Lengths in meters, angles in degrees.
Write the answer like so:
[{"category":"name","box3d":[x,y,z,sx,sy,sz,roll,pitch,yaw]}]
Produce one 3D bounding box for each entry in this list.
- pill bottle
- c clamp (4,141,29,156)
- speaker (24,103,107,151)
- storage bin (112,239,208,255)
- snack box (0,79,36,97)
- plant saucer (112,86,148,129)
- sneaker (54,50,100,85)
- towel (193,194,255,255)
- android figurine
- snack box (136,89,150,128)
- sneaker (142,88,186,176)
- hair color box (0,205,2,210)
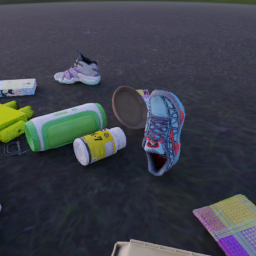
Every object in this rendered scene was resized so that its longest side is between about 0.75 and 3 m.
[{"category":"pill bottle","box3d":[-0.858,0.524,8.761,1.492,0.853,0.853,-20,36,-31]},{"category":"c clamp","box3d":[-3.711,0.675,9.254,0.741,0.117,0.867,-20,37,-21]},{"category":"speaker","box3d":[-2.055,-0.063,9.470,2.590,1.145,1.145,-19,35,-29]},{"category":"storage bin","box3d":[0.527,3.040,4.434,2.019,0.953,2.034,7,32,12]},{"category":"snack box","box3d":[-5.495,-1.911,13.313,2.069,0.384,1.202,-5,31,-8]},{"category":"plant saucer","box3d":[0.061,-0.675,9.491,0.230,1.561,1.561,-25,7,45]},{"category":"sneaker","box3d":[-2.588,-3.100,14.066,2.376,1.662,0.924,2,31,3]},{"category":"towel","box3d":[2.632,2.378,6.237,1.546,0.245,2.153,-11,33,-19]},{"category":"android figurine","box3d":[-4.986,-0.190,10.212,2.655,0.599,2.916,17,34,26]},{"category":"snack box","box3d":[0.437,-0.731,10.518,1.066,0.397,1.499,-8,63,-19]},{"category":"sneaker","box3d":[0.923,0.203,7.499,0.992,2.501,1.195,6,28,27]},{"category":"hair color box","box3d":[-3.320,2.064,6.410,0.360,0.588,1.188,-2,31,-3]}]
